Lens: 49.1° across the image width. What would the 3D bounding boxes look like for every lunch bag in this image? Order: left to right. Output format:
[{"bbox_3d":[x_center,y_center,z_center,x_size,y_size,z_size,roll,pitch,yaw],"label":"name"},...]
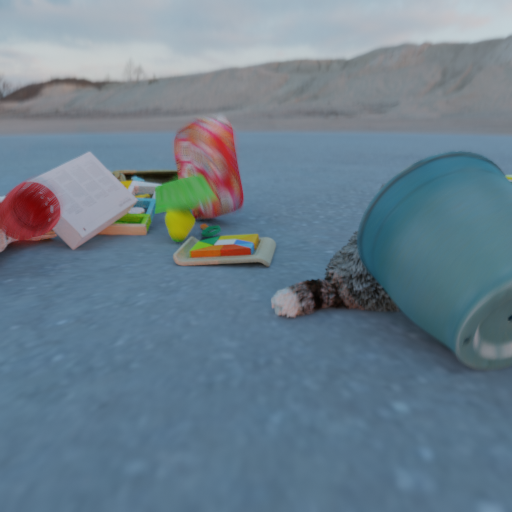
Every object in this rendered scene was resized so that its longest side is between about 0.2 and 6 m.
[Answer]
[{"bbox_3d":[-1.008,-1.919,12.234,0.862,2.103,1.853,-10,0,-32],"label":"lunch bag"}]

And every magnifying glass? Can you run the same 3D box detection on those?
[{"bbox_3d":[-0.988,-0.536,11.510,0.384,0.108,0.965,-26,19,-12],"label":"magnifying glass"}]

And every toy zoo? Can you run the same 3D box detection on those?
[{"bbox_3d":[-2.885,-1.138,12.244,1.434,0.224,2.186,1,35,2],"label":"toy zoo"}]

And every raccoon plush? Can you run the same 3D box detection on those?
[{"bbox_3d":[1.373,-0.113,7.299,2.387,1.600,1.155,-12,20,-37],"label":"raccoon plush"}]

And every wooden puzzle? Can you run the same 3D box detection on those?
[{"bbox_3d":[-0.508,-0.146,9.856,1.624,0.302,1.502,2,15,6],"label":"wooden puzzle"}]

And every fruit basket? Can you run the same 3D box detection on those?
[{"bbox_3d":[-1.391,-0.888,10.761,1.240,1.240,0.894,15,27,43],"label":"fruit basket"}]

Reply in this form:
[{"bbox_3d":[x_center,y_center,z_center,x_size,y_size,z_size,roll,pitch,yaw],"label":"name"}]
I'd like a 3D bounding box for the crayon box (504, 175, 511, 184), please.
[{"bbox_3d":[5.513,-1.016,11.422,0.382,1.131,1.311,-5,16,-18],"label":"crayon box"}]

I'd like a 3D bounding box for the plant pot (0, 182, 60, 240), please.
[{"bbox_3d":[-3.635,-0.677,8.826,0.751,0.825,0.825,-13,3,43],"label":"plant pot"}]

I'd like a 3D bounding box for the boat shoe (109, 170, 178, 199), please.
[{"bbox_3d":[-2.957,-1.690,13.634,2.895,1.056,0.911,-3,-29,-33],"label":"boat shoe"}]

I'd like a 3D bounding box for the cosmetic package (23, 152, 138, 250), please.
[{"bbox_3d":[-3.360,-1.107,10.809,1.399,0.480,1.856,44,35,-2],"label":"cosmetic package"}]

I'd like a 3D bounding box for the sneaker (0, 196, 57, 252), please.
[{"bbox_3d":[-4.427,-0.656,10.028,1.888,1.204,3.268,-11,18,-25],"label":"sneaker"}]

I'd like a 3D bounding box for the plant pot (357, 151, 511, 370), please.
[{"bbox_3d":[2.289,0.154,5.994,1.905,1.905,1.790,-4,38,-13],"label":"plant pot"}]
